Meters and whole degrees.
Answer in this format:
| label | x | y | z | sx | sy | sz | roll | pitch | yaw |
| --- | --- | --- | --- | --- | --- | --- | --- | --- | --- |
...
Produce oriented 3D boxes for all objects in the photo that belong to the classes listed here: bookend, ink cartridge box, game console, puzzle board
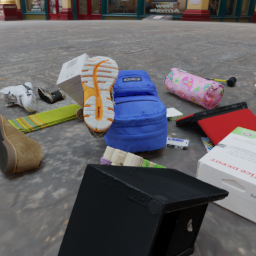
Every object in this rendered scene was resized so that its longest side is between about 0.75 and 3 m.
| label | x | y | z | sx | sy | sz | roll | pitch | yaw |
| --- | --- | --- | --- | --- | --- | --- | --- | --- | --- |
| bookend | 0.235 | 2.012 | 4.338 | 1.213 | 2.634 | 2.618 | 20 | 3 | 35 |
| ink cartridge box | 3.119 | 1.062 | 7.152 | 1.818 | 1.050 | 2.499 | 21 | 33 | 36 |
| ink cartridge box | 1.558 | 0.508 | 9.264 | 0.896 | 0.176 | 0.445 | 8 | 27 | 18 |
| ink cartridge box | 1.582 | -0.526 | 11.240 | 1.041 | 0.250 | 0.757 | -11 | 29 | -21 |
| game console | 3.329 | -0.019 | 10.138 | 2.422 | 1.437 | 2.087 | -13 | -5 | -24 |
| puzzle board | 3.215 | 0.540 | 9.261 | 1.384 | 0.120 | 1.043 | 1 | 27 | 1 |

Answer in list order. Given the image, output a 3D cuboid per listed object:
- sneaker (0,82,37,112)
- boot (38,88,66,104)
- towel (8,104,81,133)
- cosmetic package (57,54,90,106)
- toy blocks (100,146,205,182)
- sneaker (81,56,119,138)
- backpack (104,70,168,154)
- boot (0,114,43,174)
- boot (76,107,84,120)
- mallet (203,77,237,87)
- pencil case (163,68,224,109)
| label | x | y | z | sx | sy | sz | roll | pitch | yaw |
| --- | --- | --- | --- | --- | --- | --- | --- | --- | --- |
| sneaker | -4.692 | -1.220 | 12.031 | 1.337 | 0.874 | 2.326 | -15 | 33 | -13 |
| boot | -3.571 | -1.592 | 13.086 | 0.919 | 0.446 | 1.220 | -22 | 42 | -39 |
| towel | -3.120 | -0.457 | 11.094 | 2.980 | 0.269 | 1.283 | -20 | 33 | -35 |
| cosmetic package | -1.734 | -1.822 | 10.796 | 1.183 | 1.414 | 1.176 | -17 | 48 | 29 |
| toy blocks | 0.192 | 1.574 | 5.960 | 2.005 | 1.806 | 2.145 | 22 | -6 | -20 |
| sneaker | -0.818 | -0.889 | 7.642 | 1.003 | 0.989 | 2.562 | 5 | 60 | -4 |
| backpack | 0.078 | -0.530 | 9.076 | 2.215 | 2.288 | 2.726 | -8 | 30 | -1 |
| boot | -3.534 | 0.464 | 8.715 | 1.104 | 1.077 | 2.926 | 2 | 26 | -38 |
| boot | -1.452 | -0.705 | 11.343 | 1.601 | 0.601 | 0.859 | -12 | 21 | -32 |
| mallet | 4.891 | -2.643 | 15.402 | 2.090 | 0.430 | 0.688 | 15 | 30 | 34 |
| pencil case | 2.936 | -1.889 | 12.877 | 1.282 | 1.282 | 2.933 | -14 | 31 | -26 |
